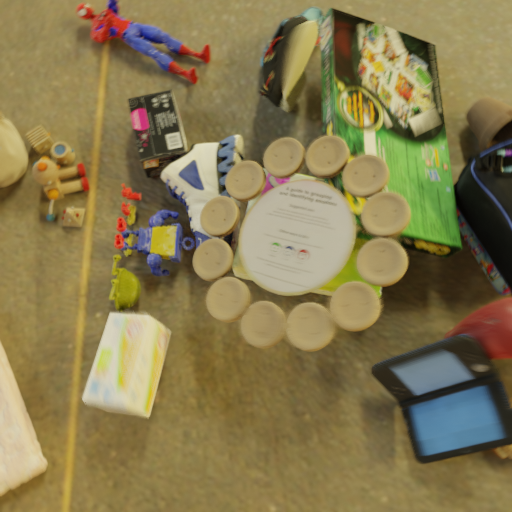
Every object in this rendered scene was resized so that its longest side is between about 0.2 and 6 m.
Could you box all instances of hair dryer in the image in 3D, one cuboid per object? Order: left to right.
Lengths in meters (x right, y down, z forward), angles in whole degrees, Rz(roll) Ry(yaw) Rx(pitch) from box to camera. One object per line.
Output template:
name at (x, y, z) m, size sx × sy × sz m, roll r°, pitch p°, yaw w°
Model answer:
hair dryer at (4.790, 1.482, 9.223) m, size 3.481 × 2.651 × 0.946 m, roll -1°, pitch 60°, yaw 36°

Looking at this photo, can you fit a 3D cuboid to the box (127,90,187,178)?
box at (-1.934, -2.433, 11.246) m, size 0.944 × 0.820 × 1.429 m, roll -13°, pitch 74°, yaw -5°

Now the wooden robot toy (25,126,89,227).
wooden robot toy at (-3.924, -1.676, 10.915) m, size 0.995 × 1.025 × 2.258 m, roll -19°, pitch 75°, yaw -5°

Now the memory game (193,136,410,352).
memory game at (0.637, -0.287, 9.172) m, size 3.774 × 0.240 × 3.774 m, roll -8°, pitch 70°, yaw 22°

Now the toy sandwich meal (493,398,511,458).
toy sandwich meal at (4.664, 3.076, 9.838) m, size 1.281 × 0.439 × 1.281 m, roll 1°, pitch 73°, yaw -3°

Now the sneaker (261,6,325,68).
sneaker at (0.860, -4.689, 11.872) m, size 0.746 × 0.899 × 1.881 m, roll 37°, pitch 77°, yaw 10°

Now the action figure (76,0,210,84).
action figure at (-2.533, -4.836, 11.668) m, size 3.063 × 1.516 × 0.999 m, roll 25°, pitch 75°, yaw 10°

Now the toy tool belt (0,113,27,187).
toy tool belt at (-5.956, -1.814, 10.533) m, size 2.963 × 1.821 × 1.850 m, roll -40°, pitch 77°, yaw -11°

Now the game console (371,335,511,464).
game console at (3.043, 2.386, 9.194) m, size 1.592 × 1.865 × 1.104 m, roll 45°, pitch 35°, yaw -24°

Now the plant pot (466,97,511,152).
plant pot at (4.770, -2.696, 11.286) m, size 1.091 × 1.091 × 0.952 m, roll -27°, pitch 58°, yaw -8°

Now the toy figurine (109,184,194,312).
toy figurine at (-1.854, -0.127, 10.415) m, size 1.391 × 1.225 × 2.322 m, roll 3°, pitch 75°, yaw -5°

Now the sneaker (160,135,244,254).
sneaker at (-1.096, -1.073, 10.834) m, size 1.506 × 1.053 × 2.608 m, roll 3°, pitch 77°, yaw 13°

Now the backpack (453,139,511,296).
backpack at (5.546, -1.009, 10.133) m, size 3.150 × 2.119 × 2.876 m, roll -27°, pitch 75°, yaw -7°

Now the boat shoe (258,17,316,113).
boat shoe at (0.508, -3.587, 10.493) m, size 0.872 × 2.783 × 1.018 m, roll 33°, pitch 83°, yaw 2°

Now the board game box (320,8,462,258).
board game box at (2.456, -2.439, 10.599) m, size 2.539 × 0.568 × 4.845 m, roll 13°, pitch 63°, yaw -20°

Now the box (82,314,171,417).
box at (-2.158, 1.836, 9.515) m, size 0.871 × 0.785 × 1.548 m, roll 0°, pitch 63°, yaw 23°

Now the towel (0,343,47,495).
towel at (-5.842, 3.012, 9.774) m, size 3.440 × 0.555 × 3.286 m, roll -26°, pitch 75°, yaw -6°

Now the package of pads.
package of pads at (1.111, -0.413, 10.587) m, size 2.749 × 0.937 × 2.123 m, roll 12°, pitch 75°, yaw 3°
